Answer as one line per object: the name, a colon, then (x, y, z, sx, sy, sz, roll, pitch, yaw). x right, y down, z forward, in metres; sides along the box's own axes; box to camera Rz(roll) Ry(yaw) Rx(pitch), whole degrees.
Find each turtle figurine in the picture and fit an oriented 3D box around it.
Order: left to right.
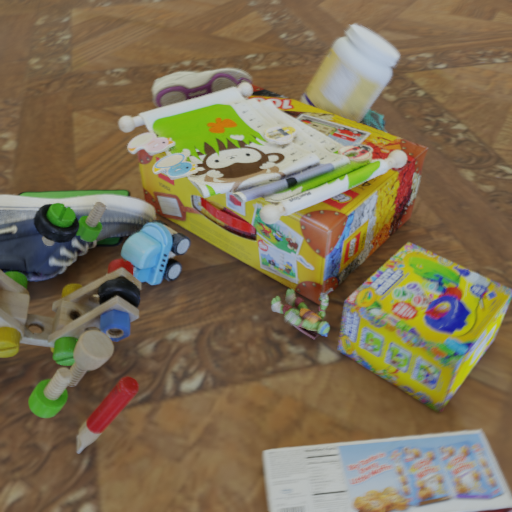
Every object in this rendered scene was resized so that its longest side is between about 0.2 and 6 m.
turtle figurine: (0.672, 0.692, 8.022, 0.904, 0.933, 0.671, 25, 73, 43)

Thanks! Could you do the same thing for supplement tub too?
supplement tub: (1.800, -3.391, 10.841, 1.257, 1.729, 1.257, 23, 35, -17)

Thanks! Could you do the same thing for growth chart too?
growth chart: (-0.152, -1.774, 8.993, 3.002, 0.368, 4.148, -29, 47, -28)

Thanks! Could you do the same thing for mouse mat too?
mouse mat: (-3.495, -0.705, 10.364, 2.183, 0.082, 1.757, -2, 41, -3)

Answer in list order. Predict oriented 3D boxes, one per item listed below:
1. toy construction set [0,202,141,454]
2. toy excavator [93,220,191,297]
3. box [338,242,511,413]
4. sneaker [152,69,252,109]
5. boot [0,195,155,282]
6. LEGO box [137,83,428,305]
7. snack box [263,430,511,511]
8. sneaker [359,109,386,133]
toy construction set: (-2.909, 1.125, 7.246, 2.600, 2.396, 3.118, -2, 50, -50)
toy excavator: (-1.911, 0.164, 8.772, 0.727, 1.416, 1.456, 31, 22, 31)
box: (2.310, 0.914, 7.769, 1.631, 1.033, 1.694, 29, 48, 30)
sneaker: (-1.358, -4.272, 13.835, 2.491, 0.933, 1.241, -10, 42, -12)
boot: (-3.087, -0.227, 9.231, 2.863, 1.041, 1.293, -2, 67, -15)
LEGO box: (0.402, -1.359, 9.966, 4.059, 1.566, 3.023, 29, 48, 29)
snack box: (1.443, 2.583, 6.372, 2.652, 0.322, 0.953, -4, 41, -4)
sneaker: (2.246, -2.925, 12.315, 1.112, 0.945, 2.437, -7, 53, -12)
